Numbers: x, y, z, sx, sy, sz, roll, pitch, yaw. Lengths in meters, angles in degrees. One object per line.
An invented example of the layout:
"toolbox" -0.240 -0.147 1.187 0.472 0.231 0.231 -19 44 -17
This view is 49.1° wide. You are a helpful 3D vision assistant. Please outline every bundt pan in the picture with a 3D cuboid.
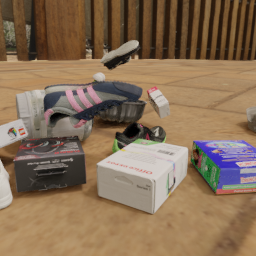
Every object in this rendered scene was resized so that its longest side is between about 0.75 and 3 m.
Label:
"bundt pan" -0.382 -0.707 10.475 2.171 0.815 2.171 6 10 -1

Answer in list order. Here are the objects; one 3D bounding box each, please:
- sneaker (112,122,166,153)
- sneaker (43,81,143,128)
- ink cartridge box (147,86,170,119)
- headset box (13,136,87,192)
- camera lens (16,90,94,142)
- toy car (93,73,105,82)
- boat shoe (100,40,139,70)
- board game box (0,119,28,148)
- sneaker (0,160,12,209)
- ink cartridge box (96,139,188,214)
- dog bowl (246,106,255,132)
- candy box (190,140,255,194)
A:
"sneaker" 0.400 0.220 7.793 0.753 0.822 1.961 16 23 41
"sneaker" -0.857 -0.494 6.547 2.525 1.036 0.886 -2 -11 24
"ink cartridge box" 1.047 -0.874 9.612 0.386 0.663 0.916 -26 52 -5
"headset box" -1.666 0.731 6.122 1.371 0.692 1.845 -4 12 -14
"camera lens" -2.125 -0.329 8.202 2.022 1.617 1.617 -7 19 -23
"toy car" -1.677 -2.337 15.863 1.113 1.299 1.484 37 17 -5
"boat shoe" -0.232 -2.630 10.374 1.928 0.582 0.712 -15 39 42
"board game box" -3.876 0.572 6.130 1.786 0.490 2.829 -13 10 32
"sneaker" -2.782 0.864 5.695 0.712 0.837 1.891 -14 22 -33
"ink cartridge box" 0.349 0.886 5.793 1.258 0.730 1.738 10 20 29
"dog bowl" 5.152 -0.225 9.567 2.147 0.629 2.147 -1 17 0
"candy box" 2.325 0.801 6.265 1.360 0.620 1.609 0 16 -7
